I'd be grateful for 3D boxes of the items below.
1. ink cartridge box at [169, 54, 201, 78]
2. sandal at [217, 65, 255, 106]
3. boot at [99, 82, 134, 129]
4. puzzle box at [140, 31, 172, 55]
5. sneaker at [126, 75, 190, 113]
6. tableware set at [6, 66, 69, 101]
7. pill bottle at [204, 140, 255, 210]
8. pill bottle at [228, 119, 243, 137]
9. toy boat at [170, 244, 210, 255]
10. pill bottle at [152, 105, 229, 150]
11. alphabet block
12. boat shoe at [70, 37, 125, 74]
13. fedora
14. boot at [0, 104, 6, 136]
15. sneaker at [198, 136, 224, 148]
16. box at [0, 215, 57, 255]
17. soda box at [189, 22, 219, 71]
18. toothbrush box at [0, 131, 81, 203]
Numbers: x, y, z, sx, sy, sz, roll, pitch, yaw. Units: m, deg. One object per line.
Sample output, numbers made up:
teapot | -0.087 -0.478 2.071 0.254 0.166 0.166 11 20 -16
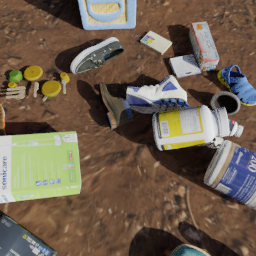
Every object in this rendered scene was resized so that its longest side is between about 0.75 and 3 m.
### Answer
ink cartridge box | 2.392 -2.560 11.782 1.064 0.216 1.066 -12 63 -6
sandal | 4.379 -1.725 11.004 0.803 0.880 2.021 -33 69 -18
boot | -0.497 -0.942 10.660 0.947 0.730 1.955 -15 74 -13
puzzle box | 1.242 -3.794 12.450 1.188 0.151 0.790 35 68 16
sneaker | 1.179 -1.332 10.813 2.506 1.012 1.447 11 60 -2
tableware set | -3.652 -1.834 11.371 2.492 0.382 1.678 -6 60 -2
pill bottle | 4.056 1.692 8.832 2.912 1.616 1.616 26 66 12
pill bottle | 3.680 -0.033 10.303 0.960 0.574 0.574 21 65 10
toy boat | 2.461 4.259 7.647 2.996 1.392 2.519 -18 64 -9
pill bottle | 2.078 -0.040 9.400 2.362 1.323 1.323 -9 62 13
alphabet block | -0.930 -6.186 12.342 2.508 2.522 2.568 -1 63 -2
boat shoe | -1.229 -2.936 11.636 2.521 0.865 0.714 -38 69 -20
fedora | 3.764 -1.006 10.738 1.075 0.951 0.485 21 35 15
boot | -4.762 0.197 10.090 0.831 1.188 2.215 3 89 -19
sneaker | 2.905 0.445 10.118 1.190 0.476 0.439 1 61 -1
box | -3.430 3.856 8.337 2.050 0.523 1.616 29 68 14
soda box | 3.217 -3.492 11.962 0.689 0.741 2.167 -6 63 -3
toothbrush box | -2.912 1.236 9.093 2.594 1.117 1.889 -4 63 -16
